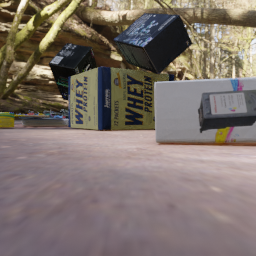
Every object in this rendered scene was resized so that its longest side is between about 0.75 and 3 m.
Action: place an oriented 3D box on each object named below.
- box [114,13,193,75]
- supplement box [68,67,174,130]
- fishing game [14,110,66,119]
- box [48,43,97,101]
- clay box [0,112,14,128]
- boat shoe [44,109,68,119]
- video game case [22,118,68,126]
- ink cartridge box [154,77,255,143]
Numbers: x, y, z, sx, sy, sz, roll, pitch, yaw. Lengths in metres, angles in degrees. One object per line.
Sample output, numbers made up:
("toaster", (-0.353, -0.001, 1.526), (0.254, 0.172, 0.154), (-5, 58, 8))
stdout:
("box", (0.616, -2.289, 7.452), (1.238, 0.893, 1.668), (-43, 36, -8))
("supplement box", (-0.277, -0.785, 8.450), (2.390, 1.606, 2.392), (-1, 2, -32))
("fishing game", (-3.491, -0.547, 11.096), (1.789, 0.388, 2.498), (2, 2, 5))
("box", (-1.931, -2.002, 10.537), (1.122, 1.340, 1.805), (15, -36, 20))
("clay box", (-4.767, -0.242, 8.760), (2.138, 0.509, 1.228), (0, 1, -29))
("boat shoe", (-3.817, -0.686, 16.593), (2.423, 0.859, 0.873), (-2, 3, -43))
("video game case", (-2.955, -0.269, 12.337), (2.835, 0.326, 2.583), (0, 2, -11))
("ink cartridge box", (1.362, -0.220, 3.828), (1.884, 0.806, 1.390), (-2, 2, 12))
